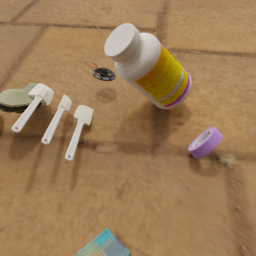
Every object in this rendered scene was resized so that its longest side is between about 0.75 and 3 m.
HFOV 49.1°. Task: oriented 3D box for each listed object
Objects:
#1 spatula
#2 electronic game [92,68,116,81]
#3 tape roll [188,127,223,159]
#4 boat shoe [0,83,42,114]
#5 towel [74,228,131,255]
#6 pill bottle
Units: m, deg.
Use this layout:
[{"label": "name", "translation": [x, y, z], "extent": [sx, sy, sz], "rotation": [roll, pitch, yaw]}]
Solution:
[{"label": "spatula", "translation": [-1.914, -0.266, 7.368], "extent": [1.860, 0.215, 2.675], "rotation": [31, 29, -15]}, {"label": "electronic game", "translation": [-0.775, -1.731, 9.058], "extent": [0.780, 0.162, 0.780], "rotation": [10, 36, -7]}, {"label": "tape roll", "translation": [1.948, 0.372, 7.073], "extent": [0.287, 0.874, 0.874], "rotation": [47, 53, -3]}, {"label": "boat shoe", "translation": [-2.913, -0.726, 7.886], "extent": [0.762, 0.644, 2.138], "rotation": [29, 21, 2]}, {"label": "towel", "translation": [-0.556, 2.519, 5.412], "extent": [1.044, 0.113, 0.765], "rotation": [-32, 52, -29]}, {"label": "pill bottle", "translation": [0.591, -1.671, 7.818], "extent": [1.392, 2.670, 1.392], "rotation": [-20, 55, 32]}]
